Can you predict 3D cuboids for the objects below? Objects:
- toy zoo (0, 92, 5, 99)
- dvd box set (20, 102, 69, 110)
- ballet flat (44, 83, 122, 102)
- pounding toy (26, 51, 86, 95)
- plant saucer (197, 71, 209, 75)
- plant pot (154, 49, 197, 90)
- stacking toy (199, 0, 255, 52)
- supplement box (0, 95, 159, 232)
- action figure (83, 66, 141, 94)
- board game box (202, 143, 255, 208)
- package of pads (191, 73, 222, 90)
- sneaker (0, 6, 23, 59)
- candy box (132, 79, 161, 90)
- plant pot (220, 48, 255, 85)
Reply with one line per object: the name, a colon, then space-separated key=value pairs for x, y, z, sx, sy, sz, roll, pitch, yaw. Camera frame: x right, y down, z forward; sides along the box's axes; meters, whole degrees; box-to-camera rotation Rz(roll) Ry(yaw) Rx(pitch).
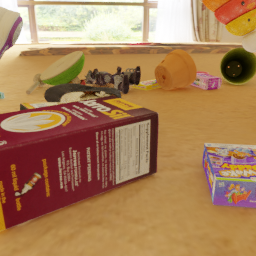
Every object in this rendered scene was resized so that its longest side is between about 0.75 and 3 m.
toy zoo: x=-5.965 y=-1.088 z=9.900 sx=2.948 sy=0.302 sz=1.934 roll=-6 pitch=21 yaw=-14
dvd box set: x=-0.975 y=-0.243 z=6.938 sx=2.798 sy=0.411 sz=2.047 roll=-5 pitch=19 yaw=-37
ballet flat: x=-1.333 y=-0.906 z=8.729 sx=2.441 sy=0.892 sz=0.892 roll=-1 pitch=20 yaw=-18
pounding toy: x=-2.689 y=-1.993 z=11.617 sx=2.599 sy=1.206 sz=2.006 roll=-28 pitch=31 yaw=8
plant saucer: x=3.686 y=-2.751 z=14.469 sx=0.976 sy=0.247 sz=0.976 roll=1 pitch=21 yaw=0
plant pot: x=1.875 y=-2.306 z=11.636 sx=1.128 sy=1.611 sz=1.611 roll=-31 pitch=34 yaw=-27
stacking toy: x=3.219 y=-3.227 z=7.918 sx=1.665 sy=2.279 sz=1.665 roll=-29 pitch=5 yaw=3
supplement box: x=-1.027 y=0.346 z=4.727 sx=2.819 sy=1.207 sz=1.556 roll=-14 pitch=25 yaw=-33
action figure: x=-0.728 y=-2.173 z=11.975 sx=1.812 sy=0.966 sz=2.785 roll=-24 pitch=28 yaw=-37
board game box: x=2.388 y=0.771 z=4.684 sx=2.055 sy=0.460 sz=1.382 roll=2 pitch=21 yaw=6
package of pads: x=3.291 y=-2.048 z=12.168 sx=0.836 sy=0.525 sz=1.388 roll=-9 pitch=22 yaw=-22
sneaker: x=-3.061 y=-1.616 z=5.484 sx=1.185 sy=0.891 sz=2.379 roll=25 pitch=54 yaw=-12
candy box: x=1.068 y=-1.928 z=12.293 sx=1.671 sy=0.221 sz=0.854 roll=-19 pitch=25 yaw=-41
plant pot: x=5.046 y=-2.801 z=13.107 sx=1.606 sy=1.606 sz=1.716 roll=5 pitch=7 yaw=13
